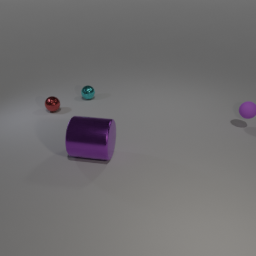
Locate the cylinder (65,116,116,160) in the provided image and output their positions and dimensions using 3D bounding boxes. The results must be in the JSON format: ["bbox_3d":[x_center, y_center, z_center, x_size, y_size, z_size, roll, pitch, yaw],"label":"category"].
[{"bbox_3d":[-1.219,0.334,9.500,1.400,1.400,1.400,5,29,9],"label":"cylinder"}]

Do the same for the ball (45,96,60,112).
[{"bbox_3d":[-3.452,-1.102,12.811,0.700,0.700,0.700,0,29,0],"label":"ball"}]

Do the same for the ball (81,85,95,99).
[{"bbox_3d":[-2.013,-1.795,14.128,0.700,0.700,0.700,0,29,0],"label":"ball"}]

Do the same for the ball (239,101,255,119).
[{"bbox_3d":[4.820,-0.715,11.226,0.700,0.700,0.700,0,29,0],"label":"ball"}]
